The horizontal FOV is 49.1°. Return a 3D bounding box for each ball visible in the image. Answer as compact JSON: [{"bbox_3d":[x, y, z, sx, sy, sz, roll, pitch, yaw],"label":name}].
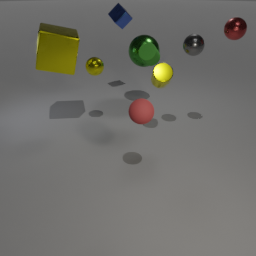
[{"bbox_3d":[3.442,-3.179,8.984,0.700,0.700,0.700,0,28,0],"label":"ball"},{"bbox_3d":[2.177,-2.749,9.279,0.700,0.700,0.700,0,28,0],"label":"ball"},{"bbox_3d":[0.363,-0.447,7.591,0.700,0.700,0.700,0,28,0],"label":"ball"},{"bbox_3d":[-1.258,-2.327,10.589,0.700,0.700,0.700,0,28,0],"label":"ball"},{"bbox_3d":[0.718,-3.448,12.550,1.400,1.400,1.400,0,28,0],"label":"ball"}]

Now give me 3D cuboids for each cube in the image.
[{"bbox_3d":[-2.643,-2.957,10.462,1.400,1.400,1.400,5,30,-18],"label":"cube"},{"bbox_3d":[-0.353,-5.185,13.001,0.700,0.700,0.700,56,20,21],"label":"cube"}]

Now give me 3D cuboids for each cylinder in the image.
[{"bbox_3d":[1.188,-1.834,9.856,0.700,0.700,0.700,-1,-11,-2],"label":"cylinder"},{"bbox_3d":[0.837,-2.856,10.902,0.700,0.700,0.700,12,-2,21],"label":"cylinder"}]
